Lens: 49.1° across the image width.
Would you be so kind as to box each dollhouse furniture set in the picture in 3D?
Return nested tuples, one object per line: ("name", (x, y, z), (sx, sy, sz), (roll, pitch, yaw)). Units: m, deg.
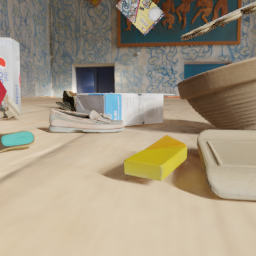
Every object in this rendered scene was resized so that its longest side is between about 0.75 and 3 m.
("dollhouse furniture set", (-4.286, -0.411, 9.030), (1.384, 0.676, 1.180), (-27, 50, -3))

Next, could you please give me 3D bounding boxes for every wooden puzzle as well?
("wooden puzzle", (1.631, 0.369, 3.022), (2.985, 0.349, 2.014), (2, 12, 18))

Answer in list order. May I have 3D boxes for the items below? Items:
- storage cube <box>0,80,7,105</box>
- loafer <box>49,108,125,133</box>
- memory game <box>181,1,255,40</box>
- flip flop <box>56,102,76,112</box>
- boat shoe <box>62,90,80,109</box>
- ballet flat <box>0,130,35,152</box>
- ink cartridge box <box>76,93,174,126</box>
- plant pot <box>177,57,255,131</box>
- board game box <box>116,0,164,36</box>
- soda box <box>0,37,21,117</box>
("storage cube", (-4.641, -1.074, 8.221), (1.296, 1.516, 1.363), (1, -36, 8))
("loafer", (-0.920, -0.174, 6.253), (1.694, 0.532, 0.609), (0, 7, -3))
("memory game", (2.197, -2.379, 5.995), (2.300, 0.146, 2.300), (-24, 14, 6))
("flip flop", (-2.737, -0.848, 12.241), (0.610, 0.433, 1.504), (-1, 22, -38))
("boat shoe", (-2.486, -1.230, 13.404), (0.894, 0.946, 2.629), (-2, 18, -26))
("ballet flat", (-1.941, 0.246, 4.172), (1.062, 0.364, 0.335), (-2, -21, -32))
("ink cartridge box", (-0.012, -0.554, 7.912), (2.520, 0.855, 1.462), (-6, 9, -39))
("plant pot", (2.541, -0.653, 5.872), (2.825, 1.304, 2.825), (-12, 1, 0))
("board game box", (0.417, -4.218, 10.027), (1.012, 1.494, 0.259), (-44, -7, 14))
("soda box", (-4.390, -1.759, 9.973), (0.861, 2.713, 0.926), (0, 5, -5))
